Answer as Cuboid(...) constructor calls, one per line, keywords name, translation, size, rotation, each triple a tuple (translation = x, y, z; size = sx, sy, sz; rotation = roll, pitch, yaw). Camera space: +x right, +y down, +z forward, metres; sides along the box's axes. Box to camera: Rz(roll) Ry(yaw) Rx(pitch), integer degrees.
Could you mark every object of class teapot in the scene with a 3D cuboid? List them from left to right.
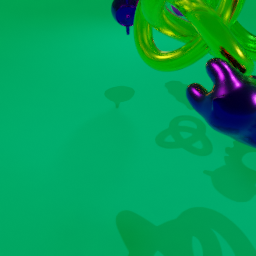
Cuboid(name="teapot", translation=(-0.020, -3.408, 8.120), size=(0.952, 1.530, 0.749), rotation=(-4, 52, -2))

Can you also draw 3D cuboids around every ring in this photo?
Cuboid(name="ring", translation=(1.703, -1.613, 3.799), size=(0.352, 1.758, 1.758), rotation=(-41, 47, -7))

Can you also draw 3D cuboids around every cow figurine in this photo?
Cuboid(name="cow figurine", translation=(1.514, 0.003, 3.075), size=(1.553, 0.853, 1.528), rotation=(15, 35, -34))

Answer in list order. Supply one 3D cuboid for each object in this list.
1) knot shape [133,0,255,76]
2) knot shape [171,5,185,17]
Cuboid(name="knot shape", translation=(0.976, -1.326, 3.829), size=(1.849, 1.976, 0.913), rotation=(35, 73, -11))
Cuboid(name="knot shape", translation=(1.612, -3.039, 6.369), size=(1.387, 0.685, 1.482), rotation=(-13, 1, -13))
